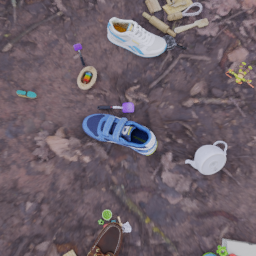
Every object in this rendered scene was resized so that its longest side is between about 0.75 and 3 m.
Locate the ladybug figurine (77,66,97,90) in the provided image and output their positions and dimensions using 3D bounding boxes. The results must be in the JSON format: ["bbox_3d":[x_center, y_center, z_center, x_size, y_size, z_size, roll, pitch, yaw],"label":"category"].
[{"bbox_3d":[-1.639,-2.010,11.370,0.728,0.386,1.072,24,77,6],"label":"ladybug figurine"}]

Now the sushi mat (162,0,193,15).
[{"bbox_3d":[2.211,-5.427,12.411,1.279,0.077,0.612,-31,78,-8],"label":"sushi mat"}]

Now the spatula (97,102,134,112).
[{"bbox_3d":[-0.497,-0.821,11.160,1.467,0.151,0.415,0,80,-3],"label":"spatula"}]

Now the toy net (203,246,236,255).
[{"bbox_3d":[3.565,4.967,9.499,2.134,0.412,1.119,43,94,4],"label":"toy net"}]

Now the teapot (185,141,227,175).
[{"bbox_3d":[2.946,1.048,10.327,1.221,1.205,0.891,6,32,-23],"label":"teapot"}]

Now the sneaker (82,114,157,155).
[{"bbox_3d":[-0.303,0.091,10.410,2.959,1.217,1.094,16,78,6],"label":"sneaker"}]

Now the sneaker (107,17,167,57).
[{"bbox_3d":[0.350,-3.711,11.477,2.574,1.040,0.985,18,75,4],"label":"sneaker"}]

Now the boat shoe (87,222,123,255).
[{"bbox_3d":[-0.935,4.454,9.343,0.930,0.930,2.643,25,76,6],"label":"boat shoe"}]

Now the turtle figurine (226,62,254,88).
[{"bbox_3d":[4.664,-2.144,11.406,1.223,0.394,0.987,30,70,15],"label":"turtle figurine"}]

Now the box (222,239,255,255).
[{"bbox_3d":[3.993,4.187,9.701,1.331,0.547,0.455,9,76,1],"label":"box"}]

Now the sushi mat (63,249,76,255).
[{"bbox_3d":[-1.820,5.183,9.662,0.828,0.105,1.731,-33,78,-9],"label":"sushi mat"}]

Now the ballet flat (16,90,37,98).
[{"bbox_3d":[-4.047,-1.338,11.260,0.848,0.300,0.300,11,76,-1],"label":"ballet flat"}]

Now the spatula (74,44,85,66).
[{"bbox_3d":[-1.999,-3.080,11.787,0.323,0.117,1.141,-19,76,-5],"label":"spatula"}]

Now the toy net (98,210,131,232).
[{"bbox_3d":[-0.455,3.460,10.042,1.206,0.233,0.633,30,77,7],"label":"toy net"}]

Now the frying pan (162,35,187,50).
[{"bbox_3d":[1.861,-3.507,11.883,1.169,0.190,0.707,41,80,13],"label":"frying pan"}]

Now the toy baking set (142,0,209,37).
[{"bbox_3d":[2.039,-4.972,12.107,2.745,0.319,2.107,42,83,10],"label":"toy baking set"}]
